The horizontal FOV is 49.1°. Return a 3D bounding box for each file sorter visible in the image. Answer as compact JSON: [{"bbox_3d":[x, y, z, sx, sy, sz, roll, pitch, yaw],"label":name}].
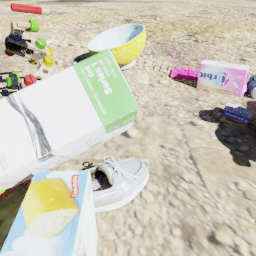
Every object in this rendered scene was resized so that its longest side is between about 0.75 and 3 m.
[{"bbox_3d":[2.680,-2.736,12.218,1.480,0.928,1.029,7,32,11],"label":"file sorter"}]

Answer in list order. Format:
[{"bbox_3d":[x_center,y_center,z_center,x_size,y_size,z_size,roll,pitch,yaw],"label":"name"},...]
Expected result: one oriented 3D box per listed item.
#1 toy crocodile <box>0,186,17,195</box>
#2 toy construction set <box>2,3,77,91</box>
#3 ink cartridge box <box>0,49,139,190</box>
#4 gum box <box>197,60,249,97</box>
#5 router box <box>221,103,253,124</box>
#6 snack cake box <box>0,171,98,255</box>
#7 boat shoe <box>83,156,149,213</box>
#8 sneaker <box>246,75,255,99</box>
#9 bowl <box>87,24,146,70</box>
[{"bbox_3d":[-2.692,1.012,6.109,0.962,0.880,2.850,21,32,30],"label":"toy crocodile"},{"bbox_3d":[-2.683,-2.403,9.265,2.277,2.963,2.471,-9,42,-34],"label":"toy construction set"},{"bbox_3d":[-1.318,-0.009,5.035,2.757,1.163,2.014,-26,-6,-7],"label":"ink cartridge box"},{"bbox_3d":[3.660,-1.924,10.733,1.823,1.035,0.603,16,34,24],"label":"gum box"},{"bbox_3d":[3.490,-0.485,8.942,0.851,0.208,0.764,22,30,23],"label":"router box"},{"bbox_3d":[-0.994,1.992,3.638,0.903,1.545,2.687,-1,30,0],"label":"snack cake box"},{"bbox_3d":[-0.696,1.159,5.716,2.651,0.850,0.977,-17,34,-26],"label":"boat shoe"},{"bbox_3d":[5.333,-1.591,10.589,1.615,0.614,1.167,0,33,2],"label":"sneaker"},{"bbox_3d":[-0.358,-3.517,12.788,2.680,1.442,2.680,-13,37,10],"label":"bowl"}]
